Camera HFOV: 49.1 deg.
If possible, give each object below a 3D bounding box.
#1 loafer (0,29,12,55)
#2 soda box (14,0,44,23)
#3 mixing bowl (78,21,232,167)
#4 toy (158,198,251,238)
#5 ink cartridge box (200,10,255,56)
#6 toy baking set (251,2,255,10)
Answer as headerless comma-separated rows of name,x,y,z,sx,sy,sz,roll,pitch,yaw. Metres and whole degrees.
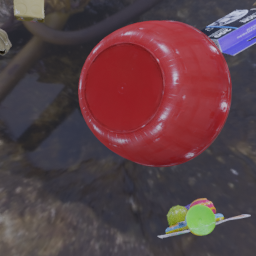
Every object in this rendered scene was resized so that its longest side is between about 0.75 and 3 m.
loafer,-2.745,-1.835,5.952,0.372,0.983,0.336,12,81,-1
soda box,-2.514,-3.889,7.131,0.737,0.696,2.175,0,101,-16
mixing bowl,0.218,-0.578,4.520,2.665,1.443,2.665,1,93,24
toy,1.008,1.365,4.320,1.148,1.993,0.471,-15,71,3
ink cartridge box,2.079,-1.891,5.422,1.337,0.293,1.350,-31,30,-10
toy baking set,3.323,-2.840,6.910,1.018,1.327,0.154,-23,80,6
